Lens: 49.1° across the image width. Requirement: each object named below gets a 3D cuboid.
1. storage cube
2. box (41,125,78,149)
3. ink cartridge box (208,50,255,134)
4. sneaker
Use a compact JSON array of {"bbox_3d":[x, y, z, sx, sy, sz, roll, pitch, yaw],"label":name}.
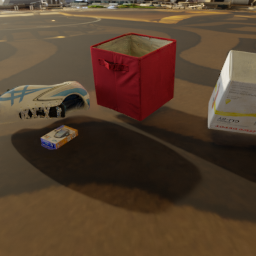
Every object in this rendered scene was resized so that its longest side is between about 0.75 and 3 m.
[{"bbox_3d":[0.186,-1.606,8.380,1.798,1.891,2.104,22,41,33],"label":"storage cube"},{"bbox_3d":[-1.757,0.233,7.071,0.528,0.184,0.886,17,33,28],"label":"box"},{"bbox_3d":[2.895,-0.719,6.690,1.526,2.102,0.877,8,63,7],"label":"ink cartridge box"},{"bbox_3d":[-2.411,-0.642,7.877,2.841,1.021,1.030,-17,49,-26],"label":"sneaker"}]
